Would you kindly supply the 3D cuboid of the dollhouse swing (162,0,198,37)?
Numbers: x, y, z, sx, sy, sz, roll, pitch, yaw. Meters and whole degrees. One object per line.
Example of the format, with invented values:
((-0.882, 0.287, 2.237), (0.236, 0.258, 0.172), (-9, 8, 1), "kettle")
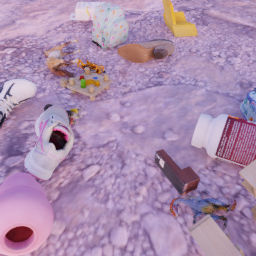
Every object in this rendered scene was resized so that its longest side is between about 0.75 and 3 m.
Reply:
((2.762, -6.054, 14.879), (1.764, 1.707, 1.941), (-6, 41, -7), "dollhouse swing")

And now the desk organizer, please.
((1.311, 1.133, 7.641), (0.525, 0.489, 1.364), (-17, 44, -22), "desk organizer")

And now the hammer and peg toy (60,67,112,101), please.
((-1.683, -1.835, 10.873), (1.839, 0.649, 1.353), (23, 46, 24), "hammer and peg toy")

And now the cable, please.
((-2.291, -0.421, 9.639), (1.529, 0.385, 0.742), (8, 69, 28), "cable")

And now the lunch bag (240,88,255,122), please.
((4.855, -0.364, 8.758), (1.853, 0.950, 2.305), (-15, 55, -17), "lunch bag")

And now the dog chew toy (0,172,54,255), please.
((-2.438, 1.741, 6.301), (1.369, 1.369, 2.198), (-14, 25, -16), "dog chew toy")

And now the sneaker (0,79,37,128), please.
((-4.136, -0.669, 9.301), (2.497, 0.997, 1.625), (-19, 46, -20), "sneaker")

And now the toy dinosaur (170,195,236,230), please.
((1.755, 1.989, 6.818), (1.333, 0.771, 1.469), (11, 0, 34), "toy dinosaur")

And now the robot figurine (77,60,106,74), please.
((-1.513, -2.554, 11.720), (1.259, 0.366, 0.913), (26, 23, 35), "robot figurine")

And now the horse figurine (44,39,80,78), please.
((-2.922, -3.016, 12.164), (1.713, 0.645, 2.585), (-14, 48, 2), "horse figurine")

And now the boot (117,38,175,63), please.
((0.930, -3.684, 12.964), (2.448, 0.860, 1.790), (11, 36, 12), "boot")

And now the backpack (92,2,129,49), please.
((-0.844, -4.897, 13.395), (1.462, 1.907, 1.676), (32, 49, 31), "backpack")

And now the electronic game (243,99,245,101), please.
((4.778, -0.643, 9.752), (1.573, 0.327, 1.573), (0, 50, 0), "electronic game")

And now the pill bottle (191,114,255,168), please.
((3.056, 0.373, 7.868), (2.310, 1.305, 1.305), (18, 44, 19), "pill bottle")

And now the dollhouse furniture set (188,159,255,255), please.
((2.987, 1.987, 5.217), (2.931, 2.569, 1.947), (-37, 46, 0), "dollhouse furniture set")

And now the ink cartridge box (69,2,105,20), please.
((-2.420, -6.951, 16.630), (2.114, 0.712, 1.238), (-2, 41, -2), "ink cartridge box")

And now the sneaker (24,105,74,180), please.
((-2.002, 0.196, 7.948), (1.135, 1.047, 2.573), (-37, 36, 27), "sneaker")
